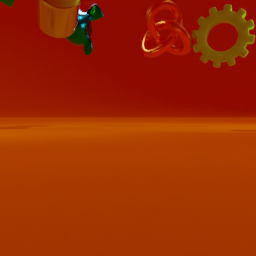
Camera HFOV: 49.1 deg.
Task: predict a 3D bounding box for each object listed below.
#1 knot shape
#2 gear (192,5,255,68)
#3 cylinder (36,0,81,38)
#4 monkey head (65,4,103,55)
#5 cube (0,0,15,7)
[{"bbox_3d":[1.483,-3.369,10.198,1.948,2.082,0.962,35,33,14],"label":"knot shape"},{"bbox_3d":[3.269,-3.152,9.705,2.020,2.020,0.374,1,6,22],"label":"gear"},{"bbox_3d":[-1.979,-3.392,7.944,1.168,1.168,1.168,-1,-22,-17],"label":"cylinder"},{"bbox_3d":[-1.601,-3.574,9.537,1.431,1.989,1.198,-20,29,29],"label":"monkey head"},{"bbox_3d":[-3.332,-3.924,7.626,0.711,0.711,0.711,24,-25,-27],"label":"cube"}]
